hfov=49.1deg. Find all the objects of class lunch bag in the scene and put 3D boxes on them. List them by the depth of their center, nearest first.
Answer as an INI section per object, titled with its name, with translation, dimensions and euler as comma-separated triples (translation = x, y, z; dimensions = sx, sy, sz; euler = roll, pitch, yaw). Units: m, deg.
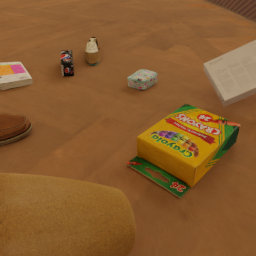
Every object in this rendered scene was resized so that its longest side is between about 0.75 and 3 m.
[lunch bag]
translation = 0.506, -1.790, 10.232
dimensions = 0.845, 0.406, 1.054
euler = 24, 42, 30

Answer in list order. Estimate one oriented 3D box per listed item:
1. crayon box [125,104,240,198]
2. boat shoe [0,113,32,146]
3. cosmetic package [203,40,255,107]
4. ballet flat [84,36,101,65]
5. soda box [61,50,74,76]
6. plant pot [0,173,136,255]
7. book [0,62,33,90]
[crayon box]
translation = 1.391, 0.394, 6.899
dimensions = 1.661, 0.664, 2.616
euler = 27, 44, 33
[boat shoe]
translation = -3.993, -0.103, 7.365
dimensions = 2.724, 0.926, 0.980
euler = -6, 36, -9
[cosmetic package]
translation = 3.625, -1.762, 8.778
dimensions = 2.017, 0.521, 1.521
euler = -23, 67, 8
[ballet flat]
translation = -1.559, -3.520, 12.377
dimensions = 0.731, 0.779, 2.155
euler = -1, 35, -1
[soda box]
translation = -2.454, -2.645, 11.321
dimensions = 0.486, 0.543, 1.535
euler = -5, 35, -10
[plant pot]
translation = -1.131, 1.624, 4.171
dimensions = 2.333, 2.174, 2.174
euler = -2, 32, -29
[book]
translation = -4.420, -2.031, 10.613
dimensions = 1.157, 0.416, 1.732
euler = -16, 39, -25
